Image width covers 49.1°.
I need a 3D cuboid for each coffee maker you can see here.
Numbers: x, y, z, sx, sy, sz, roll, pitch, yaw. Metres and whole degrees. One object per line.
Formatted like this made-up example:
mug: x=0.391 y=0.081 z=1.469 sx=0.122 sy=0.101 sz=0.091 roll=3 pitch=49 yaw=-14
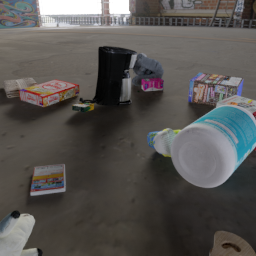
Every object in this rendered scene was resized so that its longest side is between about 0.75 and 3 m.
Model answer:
coffee maker: x=-0.762 y=-2.226 z=12.010 sx=1.586 sy=2.354 sz=2.261 roll=24 pitch=29 yaw=39

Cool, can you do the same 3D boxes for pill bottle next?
pill bottle: x=2.549 y=0.308 z=7.675 sx=1.604 sy=1.604 sz=2.895 roll=20 pitch=32 yaw=36

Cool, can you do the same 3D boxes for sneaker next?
sneaker: x=0.937 y=0.447 z=8.182 sx=1.096 sy=0.790 sz=2.086 roll=-5 pitch=-4 yaw=28

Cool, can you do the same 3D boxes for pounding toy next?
pounding toy: x=1.574 y=2.119 z=4.377 sx=1.984 sy=1.138 sz=1.135 roll=-11 pitch=32 yaw=-23

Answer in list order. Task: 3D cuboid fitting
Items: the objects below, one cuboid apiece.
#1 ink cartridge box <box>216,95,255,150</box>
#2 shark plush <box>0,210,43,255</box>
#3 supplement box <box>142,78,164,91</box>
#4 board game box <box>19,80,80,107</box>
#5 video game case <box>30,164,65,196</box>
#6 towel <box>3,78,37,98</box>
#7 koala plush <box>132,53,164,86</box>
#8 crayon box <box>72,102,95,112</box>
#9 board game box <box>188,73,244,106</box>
ink cartridge box: x=3.884 y=-0.235 z=9.315 sx=1.212 sy=1.207 sz=1.668 roll=-20 pitch=31 yaw=-36
shark plush: x=-2.491 y=2.380 z=4.832 sx=0.934 sy=1.019 sz=2.243 roll=-2 pitch=38 yaw=47
supplement box: x=1.258 y=-2.228 z=14.359 sx=1.034 sy=0.523 sz=0.534 roll=-6 pitch=26 yaw=-13
board game box: x=-3.650 y=-1.677 z=13.187 sx=1.680 sy=0.513 sz=2.217 roll=16 pitch=30 yaw=31
video game case: x=-2.063 y=1.319 z=7.309 sx=0.828 sy=0.101 sz=1.158 roll=-5 pitch=25 yaw=-11
towel: x=-5.500 y=-2.126 z=14.287 sx=1.563 sy=0.407 sz=2.359 roll=-12 pitch=27 yaw=-25
koala plush: x=0.861 y=-3.265 z=15.514 sx=1.735 sy=1.674 sz=1.888 roll=2 pitch=22 yaw=-26
crayon box: x=-1.831 y=-0.879 z=11.718 sx=0.580 sy=0.238 sz=0.922 roll=11 pitch=18 yaw=23
board game box: x=3.987 y=-1.741 z=12.741 sx=2.085 sy=1.009 sz=1.662 roll=13 pitch=28 yaw=26
